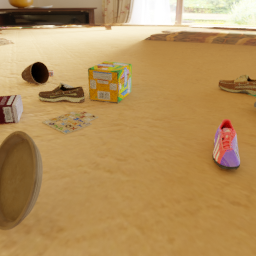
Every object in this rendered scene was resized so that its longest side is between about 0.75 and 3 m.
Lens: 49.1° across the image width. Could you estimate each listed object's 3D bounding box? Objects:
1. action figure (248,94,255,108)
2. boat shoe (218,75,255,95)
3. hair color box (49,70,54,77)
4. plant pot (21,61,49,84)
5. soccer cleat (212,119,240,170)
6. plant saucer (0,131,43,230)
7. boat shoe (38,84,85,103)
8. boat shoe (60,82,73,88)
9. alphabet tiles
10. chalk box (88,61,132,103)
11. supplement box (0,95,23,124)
[{"bbox_3d":[5.574,-0.829,9.584,2.473,0.676,1.461,0,23,-17],"label":"action figure"},{"bbox_3d":[4.868,-1.869,11.713,2.032,0.750,0.769,14,29,28],"label":"boat shoe"},{"bbox_3d":[-4.222,-2.786,14.296,0.791,0.253,0.438,-3,25,-10],"label":"hair color box"},{"bbox_3d":[-4.404,-2.477,12.950,1.090,1.019,1.019,-2,20,35],"label":"plant pot"},{"bbox_3d":[2.445,0.383,6.967,0.615,0.660,1.803,6,26,13],"label":"soccer cleat"},{"bbox_3d":[-1.931,0.866,4.766,1.638,1.638,0.241,26,6,43],"label":"plant saucer"},{"bbox_3d":[-2.561,-1.393,10.777,1.829,0.677,0.676,1,25,3],"label":"boat shoe"},{"bbox_3d":[-2.380,-1.516,11.462,0.973,0.415,0.359,18,4,-40],"label":"boat shoe"},{"bbox_3d":[-1.766,-0.237,9.031,1.273,0.057,1.523,21,33,38],"label":"alphabet tiles"},{"bbox_3d":[-0.598,-1.952,11.298,1.264,1.255,2.025,9,26,16],"label":"chalk box"},{"bbox_3d":[-4.570,-0.566,9.048,2.061,0.627,1.121,-5,25,-10],"label":"supplement box"}]
